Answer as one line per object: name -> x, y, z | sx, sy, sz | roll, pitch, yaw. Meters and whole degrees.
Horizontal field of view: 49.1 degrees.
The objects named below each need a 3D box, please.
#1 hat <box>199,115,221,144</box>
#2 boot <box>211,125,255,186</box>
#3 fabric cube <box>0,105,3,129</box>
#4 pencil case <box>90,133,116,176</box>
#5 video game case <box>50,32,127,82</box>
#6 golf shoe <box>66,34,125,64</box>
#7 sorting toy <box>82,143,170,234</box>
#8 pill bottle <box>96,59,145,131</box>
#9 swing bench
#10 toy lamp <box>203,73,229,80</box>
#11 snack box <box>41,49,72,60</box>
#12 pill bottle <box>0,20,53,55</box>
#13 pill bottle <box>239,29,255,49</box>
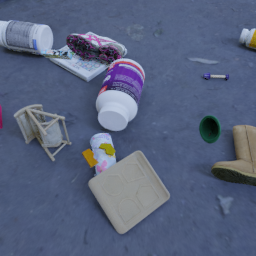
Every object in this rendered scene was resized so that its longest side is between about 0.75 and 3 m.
hat -> 2.753, -0.013, 8.600 | 0.858, 0.807, 0.974 | 1, 68, -34
boot -> 4.007, 0.867, 10.208 | 2.041, 0.771, 2.331 | 16, 51, -4
fabric cube -> -5.855, -0.675, 11.182 | 1.255, 1.232, 1.251 | -13, 52, -12
pencil case -> -0.852, 1.106, 9.936 | 0.801, 0.874, 1.926 | 17, 42, -33
video game case -> -2.011, -3.767, 14.387 | 2.714, 0.353, 2.981 | 32, 56, 24
golf shoe -> -1.572, -3.974, 13.756 | 2.933, 1.065, 1.350 | 19, 39, 6
sorting toy -> -0.189, 1.667, 9.150 | 2.087, 0.375, 2.801 | -30, 81, -21
pill bottle -> -0.318, -1.371, 11.469 | 1.667, 1.667, 2.965 | 8, 50, 7
swing bench -> -3.094, 0.092, 10.280 | 1.598, 1.590, 1.037 | 28, 55, 21
toy lamp -> 4.173, -2.459, 13.303 | 1.144, 0.333, 0.333 | 2, 49, 0
snack box -> -2.102, -2.176, 8.293 | 0.799, 0.464, 0.148 | 6, 89, 1
pill bottle -> -5.386, -4.668, 14.385 | 2.665, 1.516, 1.516 | 11, 50, 9
pill bottle -> 6.830, -4.650, 14.739 | 1.731, 0.976, 0.976 | 22, 53, 19
